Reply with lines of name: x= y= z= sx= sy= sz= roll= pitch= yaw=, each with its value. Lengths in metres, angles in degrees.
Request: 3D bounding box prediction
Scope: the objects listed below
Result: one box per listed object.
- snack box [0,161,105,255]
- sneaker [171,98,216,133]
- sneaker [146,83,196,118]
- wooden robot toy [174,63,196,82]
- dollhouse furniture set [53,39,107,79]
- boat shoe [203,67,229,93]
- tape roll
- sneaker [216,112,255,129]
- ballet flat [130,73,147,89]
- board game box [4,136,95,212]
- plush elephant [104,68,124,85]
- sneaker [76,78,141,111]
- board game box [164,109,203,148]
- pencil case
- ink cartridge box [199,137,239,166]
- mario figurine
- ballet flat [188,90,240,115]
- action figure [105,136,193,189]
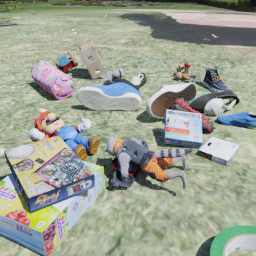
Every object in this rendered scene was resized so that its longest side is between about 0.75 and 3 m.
snack box: x=-1.899 y=1.518 z=6.429 sx=1.905 sy=0.764 sz=2.259 roll=12 pitch=29 yaw=22
sneaker: x=2.193 y=-0.286 z=9.868 sx=1.759 sy=0.622 sz=0.859 roll=39 pitch=79 yaw=21
sneaker: x=1.492 y=-1.076 z=11.159 sx=1.229 sy=1.057 sz=2.903 roll=5 pitch=21 yaw=44
wooden robot toy: x=2.768 y=-2.887 z=14.549 sx=0.870 sy=0.844 sz=1.917 roll=-16 pitch=30 yaw=-6
dollhouse furniture set: x=-2.571 y=-3.315 z=14.860 sx=2.307 sy=1.616 sz=1.626 roll=-26 pitch=31 yaw=3
boat shoe: x=4.143 y=-2.229 z=13.182 sx=0.661 sy=0.849 sz=1.870 roll=-9 pitch=30 yaw=-16
tape roll: x=2.318 y=2.533 z=4.930 sx=1.760 sy=0.423 sz=1.760 roll=1 pitch=28 yaw=0
sneaker: x=4.007 y=-0.380 z=10.090 sx=1.538 sy=0.603 sz=0.507 roll=9 pitch=32 yaw=19
ballet flat: x=0.413 y=-2.216 z=13.413 sx=0.608 sy=0.612 sz=1.790 roll=11 pitch=31 yaw=18
board game box: x=-1.838 y=0.905 z=6.367 sx=1.405 sy=0.359 sz=2.073 roll=-16 pitch=31 yaw=-29
plush elephant: x=-0.641 y=-2.506 z=13.646 sx=0.950 sy=0.893 sz=1.153 roll=-10 pitch=30 yaw=-17
sneaker: x=-0.748 y=-1.433 z=11.532 sx=2.579 sy=0.990 sz=1.435 roll=4 pitch=34 yaw=-2
board game box: x=1.771 y=0.005 z=9.057 sx=1.184 sy=0.331 sz=1.159 roll=8 pitch=54 yaw=1
pencil case: x=-3.513 y=-2.274 z=12.948 sx=1.216 sy=1.216 sz=2.780 roll=-18 pitch=35 yaw=-30
ink cartridge box: x=2.771 y=0.681 z=8.527 sx=0.891 sy=0.224 sz=1.026 roll=19 pitch=34 yaw=32
mario figurine: x=-2.021 y=0.056 z=8.558 sx=2.296 sy=1.217 sz=1.417 roll=26 pitch=3 yaw=26
ballet flat: x=3.496 y=-0.990 z=11.000 sx=2.471 sy=0.840 sz=0.845 roll=-18 pitch=42 yaw=-29
action figure: x=0.509 y=0.670 z=7.605 sx=2.253 sy=1.218 sz=2.329 roll=14 pitch=30 yaw=7
